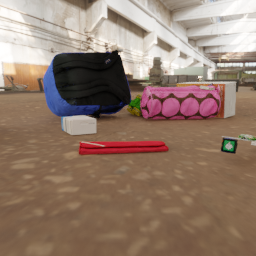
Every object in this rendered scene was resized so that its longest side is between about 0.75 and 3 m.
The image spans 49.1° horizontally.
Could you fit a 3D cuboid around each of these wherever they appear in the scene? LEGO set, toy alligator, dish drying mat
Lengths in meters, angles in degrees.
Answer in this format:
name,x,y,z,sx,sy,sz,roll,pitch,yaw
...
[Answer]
name,x,y,z,sx,sy,sz,roll,pitch,yaw
LEGO set,2.682,0.520,4.679,2.532,0.621,1.891,7,2,-38
toy alligator,0.429,-0.940,12.432,0.773,0.845,2.849,40,-8,-22
dish drying mat,-0.110,0.379,5.878,1.808,0.165,0.694,-2,8,-8

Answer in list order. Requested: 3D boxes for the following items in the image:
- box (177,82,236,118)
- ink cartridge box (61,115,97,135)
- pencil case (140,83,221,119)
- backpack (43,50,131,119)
name,x,y,z,sx,sy,sz,roll,pitch,yaw
box,3.295,-1.245,11.948,2.240,1.393,1.092,8,15,42
ink cartridge box,-1.410,-0.093,7.969,0.741,0.428,1.015,-5,10,-26
pencil case,1.954,-1.027,10.517,2.887,1.310,1.352,-4,-30,-9
backpack,-1.746,-1.475,10.891,2.966,2.410,2.489,-8,-16,-37
